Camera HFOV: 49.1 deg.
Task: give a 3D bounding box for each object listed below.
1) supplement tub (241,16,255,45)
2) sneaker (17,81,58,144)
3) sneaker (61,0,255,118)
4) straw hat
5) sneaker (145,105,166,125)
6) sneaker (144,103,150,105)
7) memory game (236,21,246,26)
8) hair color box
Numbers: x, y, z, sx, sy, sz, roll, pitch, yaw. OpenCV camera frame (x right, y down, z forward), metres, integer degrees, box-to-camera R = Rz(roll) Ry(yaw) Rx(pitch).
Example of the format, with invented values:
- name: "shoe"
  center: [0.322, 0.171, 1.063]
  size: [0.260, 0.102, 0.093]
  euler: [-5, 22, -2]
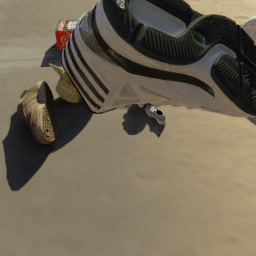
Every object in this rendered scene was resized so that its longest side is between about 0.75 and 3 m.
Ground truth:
- name: "supplement tub"
  center: [5.417, -3.212, 9.974]
  size: [2.498, 1.807, 1.807]
  euler: [-17, 43, -20]
- name: "sneaker"
  center: [-2.496, -0.330, 7.572]
  size: [0.929, 0.867, 2.461]
  euler: [-23, 40, 4]
- name: "sneaker"
  center: [0.522, -0.695, 3.721]
  size: [2.939, 1.691, 1.109]
  euler: [16, 69, -34]
- name: "straw hat"
  center: [-1.733, -1.164, 8.380]
  size: [1.714, 1.714, 0.725]
  euler: [28, 89, 29]
- name: "sneaker"
  center: [0.809, -0.453, 7.888]
  size: [0.312, 0.343, 0.836]
  euler: [-25, 47, -26]
- name: "sneaker"
  center: [0.740, -1.480, 8.722]
  size: [1.076, 0.779, 2.203]
  euler: [0, 38, 2]
- name: "memory game"
  center: [3.302, -3.665, 10.926]
  size: [2.574, 0.164, 2.574]
  euler: [-18, 18, 6]
- name: "hair color box"
  center: [-1.573, -3.885, 11.539]
  size: [2.601, 0.796, 1.320]
  euler: [-3, 40, -4]
